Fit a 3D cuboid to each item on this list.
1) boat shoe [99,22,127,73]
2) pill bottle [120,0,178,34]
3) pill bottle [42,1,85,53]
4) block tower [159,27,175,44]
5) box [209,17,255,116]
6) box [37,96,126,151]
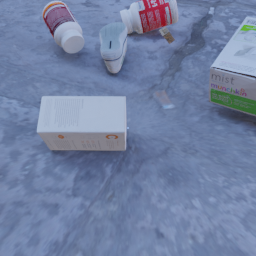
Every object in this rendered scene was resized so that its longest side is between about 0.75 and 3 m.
[{"bbox_3d":[-0.575,-3.039,10.478,1.052,0.955,2.860,0,40,8],"label":"boat shoe"},{"bbox_3d":[0.894,-4.893,12.114,2.331,1.309,1.309,-16,42,4],"label":"pill bottle"},{"bbox_3d":[-2.379,-3.729,10.437,1.081,1.081,1.914,-20,63,-21],"label":"pill bottle"},{"bbox_3d":[1.526,-3.571,10.812,0.285,0.305,1.056,59,20,14],"label":"block tower"},{"bbox_3d":[4.105,-1.571,7.576,2.943,1.423,2.597,22,60,28],"label":"box"},{"bbox_3d":[-1.028,-0.082,6.872,1.975,1.228,0.963,1,66,0],"label":"box"}]
